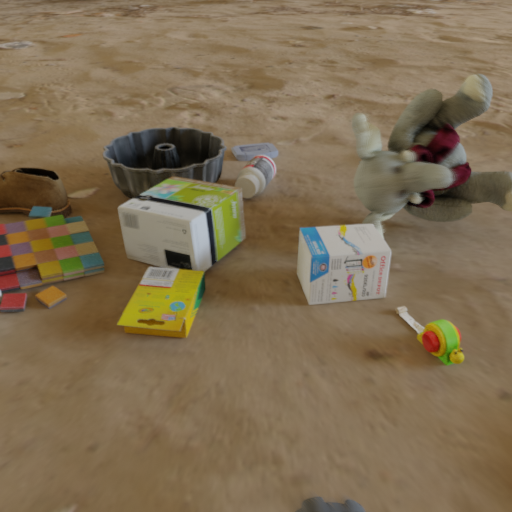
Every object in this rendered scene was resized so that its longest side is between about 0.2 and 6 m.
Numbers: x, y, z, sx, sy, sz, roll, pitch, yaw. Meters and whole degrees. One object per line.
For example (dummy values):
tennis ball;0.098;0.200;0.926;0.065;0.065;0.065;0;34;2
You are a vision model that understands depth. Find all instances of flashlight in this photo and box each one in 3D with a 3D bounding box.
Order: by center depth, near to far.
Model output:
flashlight;0.555;2.770;3.605;0.774;0.777;2.287;-14;31;10

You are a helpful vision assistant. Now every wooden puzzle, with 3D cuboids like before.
wooden puzzle;-3.238;-0.092;8.505;1.508;0.179;2.542;-13;41;-25

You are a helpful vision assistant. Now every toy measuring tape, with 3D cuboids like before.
toy measuring tape;2.162;0.878;6.982;0.458;0.458;1.246;-11;33;-18

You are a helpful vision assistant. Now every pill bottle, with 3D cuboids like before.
pill bottle;-0.032;-1.493;10.679;0.569;0.569;1.028;10;33;16

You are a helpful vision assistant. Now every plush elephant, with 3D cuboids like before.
plush elephant;2.485;-1.346;8.851;2.731;2.249;2.114;-5;22;38

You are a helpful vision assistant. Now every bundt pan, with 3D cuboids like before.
bundt pan;-1.719;-1.686;10.718;2.315;0.869;2.315;1;31;0

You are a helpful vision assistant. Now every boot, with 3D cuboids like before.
boot;-4.412;-1.221;9.998;2.251;0.849;0.828;5;34;11

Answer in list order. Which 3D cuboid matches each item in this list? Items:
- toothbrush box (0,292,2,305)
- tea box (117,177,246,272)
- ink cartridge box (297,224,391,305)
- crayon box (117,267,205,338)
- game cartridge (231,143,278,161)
toothbrush box;-4.331;0.610;7.148;1.618;0.696;1.178;2;32;5
tea box;-1.109;-0.506;8.676;1.393;0.931;1.370;13;32;27
ink cartridge box;1.208;0.103;7.859;1.111;0.818;0.804;-5;32;-7
crayon box;-1.224;0.654;7.422;0.842;0.337;1.327;5;31;8
game cartridge;-0.027;-2.290;12.358;0.944;0.193;0.628;-8;29;-12
